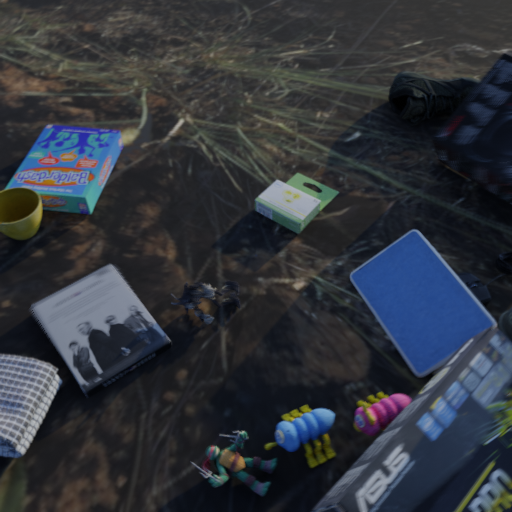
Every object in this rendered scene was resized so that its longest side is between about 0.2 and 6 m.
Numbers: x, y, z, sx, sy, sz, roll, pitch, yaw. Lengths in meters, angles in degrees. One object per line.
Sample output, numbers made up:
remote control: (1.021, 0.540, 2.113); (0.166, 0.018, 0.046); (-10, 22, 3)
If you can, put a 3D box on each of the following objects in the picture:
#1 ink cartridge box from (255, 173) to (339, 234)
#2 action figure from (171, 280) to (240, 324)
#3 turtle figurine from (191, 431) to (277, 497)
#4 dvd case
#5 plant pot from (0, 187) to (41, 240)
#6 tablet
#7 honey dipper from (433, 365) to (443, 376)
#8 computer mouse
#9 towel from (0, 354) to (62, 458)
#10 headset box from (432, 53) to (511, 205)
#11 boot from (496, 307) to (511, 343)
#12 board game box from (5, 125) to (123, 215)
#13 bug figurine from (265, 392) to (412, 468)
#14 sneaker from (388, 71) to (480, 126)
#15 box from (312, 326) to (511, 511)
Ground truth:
ink cartridge box: (0.852, -1.210, 11.406); (1.104, 0.364, 1.518); (30, 57, 24)
action figure: (-0.838, 0.739, 9.473); (1.138, 0.676, 0.581); (-9, 30, -17)
turtle figurine: (-0.303, 2.834, 7.709); (1.088, 0.548, 0.815); (24, 66, 1)
dvd case: (-2.608, 1.167, 9.360); (1.554, 0.256, 2.067); (-30, 55, -23)
plant pot: (-4.550, -0.719, 10.718); (0.999, 0.709, 0.999); (0, 48, 0)
tablet: (2.704, 0.730, 9.390); (1.489, 0.156, 2.289); (-37, 53, 10)
honey dipper: (3.136, 1.641, 9.021); (0.175, 0.175, 0.919); (32, 53, 25)
computer mouse: (4.088, 0.438, 9.844); (2.959, 0.504, 0.867); (-24, 52, -20)
towel: (-3.916, 2.112, 8.232); (1.634, 0.699, 1.353); (8, 48, 7)
headset box: (5.517, -2.222, 11.082); (3.096, 1.161, 2.301); (41, 94, 30)
boot: (5.362, 0.202, 7.908); (3.357, 3.692, 1.340); (-9, 49, -8)
board game box: (-3.995, -1.878, 11.870); (1.712, 0.506, 2.251); (5, 49, 5)
bug figurine: (1.581, 2.897, 7.522); (2.198, 0.729, 2.835); (-23, 52, -19)
sneaker: (4.274, -3.568, 13.115); (2.456, 0.939, 1.407); (16, 52, 17)
box: (2.819, 2.950, 6.751); (3.499, 0.859, 2.820); (-34, 74, -30)
